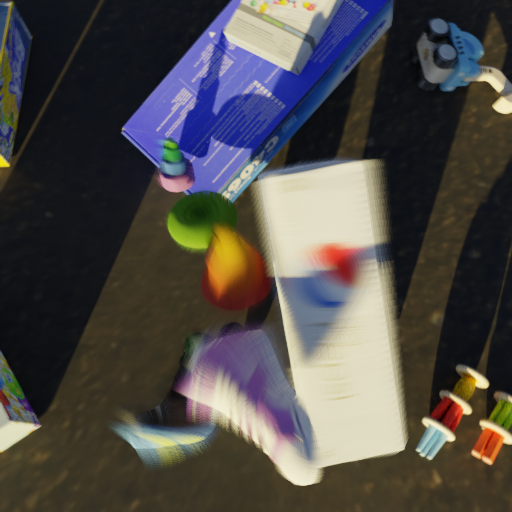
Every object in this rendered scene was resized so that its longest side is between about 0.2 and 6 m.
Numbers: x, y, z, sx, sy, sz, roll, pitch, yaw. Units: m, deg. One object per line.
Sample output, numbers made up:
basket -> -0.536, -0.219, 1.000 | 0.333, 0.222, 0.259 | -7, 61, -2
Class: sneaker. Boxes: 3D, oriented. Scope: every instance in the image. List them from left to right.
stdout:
sneaker -> -0.867, 1.748, 7.842 | 1.023, 2.886, 1.196 | -15, 98, 29
sneaker -> -0.165, 1.826, 6.602 | 1.213, 0.771, 2.128 | -5, 38, -25

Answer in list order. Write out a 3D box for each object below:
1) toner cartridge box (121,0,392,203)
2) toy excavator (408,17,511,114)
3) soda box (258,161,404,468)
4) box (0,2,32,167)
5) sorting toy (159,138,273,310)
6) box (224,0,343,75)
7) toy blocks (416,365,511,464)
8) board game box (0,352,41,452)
toner cartridge box -> 0.004, -3.065, 9.644 | 2.148, 0.976, 4.522 | 44, 95, 12
toy excavator -> 4.057, -3.570, 10.636 | 1.832, 0.915, 1.782 | -5, 72, -11
soda box -> 1.016, 0.726, 7.836 | 1.274, 1.363, 4.001 | -11, 100, -2
box -> -4.970, -3.188, 10.344 | 0.948, 1.033, 2.948 | 0, 72, 0
sorting toy -> -0.746, -0.668, 7.924 | 1.047, 1.040, 3.019 | -23, 54, -12
box -> 0.524, -3.981, 8.926 | 1.380, 0.364, 1.770 | 31, 91, 13
toy blocks -> 3.281, 2.661, 8.646 | 1.262, 0.550, 1.514 | 36, 75, 12
board game box -> -4.525, 1.929, 8.551 | 1.200, 1.179, 2.289 | -33, 74, -10
